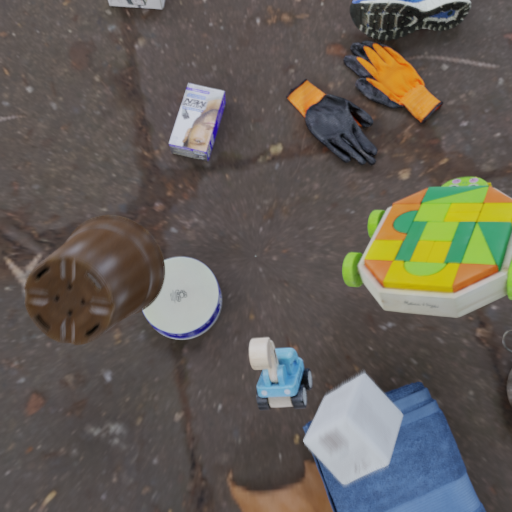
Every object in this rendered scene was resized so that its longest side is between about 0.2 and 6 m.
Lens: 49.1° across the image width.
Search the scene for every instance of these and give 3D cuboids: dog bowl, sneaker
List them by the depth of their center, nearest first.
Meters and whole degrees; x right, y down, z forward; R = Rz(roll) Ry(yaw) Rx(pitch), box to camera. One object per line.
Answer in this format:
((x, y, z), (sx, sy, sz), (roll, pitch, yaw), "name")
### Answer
((-1.297, 0.732, 9.699), (1.376, 0.542, 1.376), (0, 73, 0), "dog bowl")
((3.050, -5.154, 11.455), (2.444, 0.960, 1.090), (-8, 64, -10), "sneaker")

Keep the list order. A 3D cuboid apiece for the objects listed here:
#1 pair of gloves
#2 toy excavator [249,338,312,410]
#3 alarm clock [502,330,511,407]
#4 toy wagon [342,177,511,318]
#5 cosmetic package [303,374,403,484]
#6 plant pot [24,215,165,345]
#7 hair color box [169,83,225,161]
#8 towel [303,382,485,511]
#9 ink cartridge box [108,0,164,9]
((2.122, -3.060, 11.023), (2.541, 0.314, 2.264), (-39, 77, -10), "pair of gloves")
((0.248, 1.499, 7.590), (0.672, 1.308, 1.345), (-7, 109, 17), "toy excavator")
((4.721, 2.068, 9.229), (1.296, 0.639, 1.921), (-29, 77, -8), "alarm clock")
((2.639, -0.343, 7.810), (2.324, 0.593, 2.996), (3, 42, 34), "toy wagon")
((0.930, 1.626, 5.304), (0.583, 0.587, 0.701), (47, 35, -1), "cosmetic package")
((-2.049, 0.325, 7.029), (1.447, 1.433, 1.447), (2, 105, 8), "plant pot")
((-1.120, -2.580, 10.803), (0.751, 0.445, 1.373), (13, 75, 3), "hair color box")
((2.381, 4.064, 8.445), (2.175, 0.946, 3.896), (-18, 72, -6), "towel")
((-2.503, -5.695, 11.755), (1.147, 0.482, 0.834), (4, 73, 1), "ink cartridge box")
